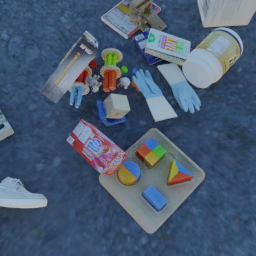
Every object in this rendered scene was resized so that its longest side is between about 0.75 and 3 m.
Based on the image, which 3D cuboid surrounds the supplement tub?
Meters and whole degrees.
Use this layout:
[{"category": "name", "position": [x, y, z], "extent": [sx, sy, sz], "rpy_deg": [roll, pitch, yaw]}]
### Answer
[{"category": "supplement tub", "position": [3.452, -2.857, 11.518], "extent": [1.607, 1.607, 2.226], "rpy_deg": [40, 73, 16]}]

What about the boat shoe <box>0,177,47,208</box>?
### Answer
[{"category": "boat shoe", "position": [-4.205, 2.202, 9.706], "extent": [2.924, 1.053, 1.002], "rpy_deg": [2, 69, 10]}]

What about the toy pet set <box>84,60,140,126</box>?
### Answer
[{"category": "toy pet set", "position": [-0.607, -1.302, 11.222], "extent": [2.344, 1.245, 2.189], "rpy_deg": [3, 63, -36]}]

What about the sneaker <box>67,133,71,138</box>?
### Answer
[{"category": "sneaker", "position": [-1.731, 0.433, 10.666], "extent": [1.172, 0.480, 0.429], "rpy_deg": [2, 47, -2]}]

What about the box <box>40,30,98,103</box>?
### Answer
[{"category": "box", "position": [-1.968, -2.271, 9.877], "extent": [0.672, 2.779, 2.201], "rpy_deg": [38, 105, -19]}]

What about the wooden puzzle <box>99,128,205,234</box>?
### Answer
[{"category": "wooden puzzle", "position": [0.870, 1.719, 10.035], "extent": [2.968, 0.687, 2.749], "rpy_deg": [-42, 73, -16]}]

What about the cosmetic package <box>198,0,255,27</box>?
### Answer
[{"category": "cosmetic package", "position": [4.546, -5.923, 12.734], "extent": [2.176, 1.793, 1.795], "rpy_deg": [-3, 66, -2]}]

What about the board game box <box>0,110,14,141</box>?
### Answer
[{"category": "board game box", "position": [-5.404, -0.207, 10.862], "extent": [1.228, 0.535, 1.664], "rpy_deg": [-33, 67, -19]}]

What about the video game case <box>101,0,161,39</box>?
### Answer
[{"category": "video game case", "position": [0.151, -5.449, 13.397], "extent": [1.717, 0.209, 2.401], "rpy_deg": [41, 73, 16]}]

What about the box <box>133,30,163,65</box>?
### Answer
[{"category": "box", "position": [0.996, -3.569, 12.508], "extent": [0.970, 0.260, 1.602], "rpy_deg": [-25, 74, -10]}]

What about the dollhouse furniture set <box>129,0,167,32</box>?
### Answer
[{"category": "dollhouse furniture set", "position": [0.964, -4.961, 12.288], "extent": [1.524, 1.603, 1.306], "rpy_deg": [-40, 87, -15]}]

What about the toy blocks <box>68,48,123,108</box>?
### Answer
[{"category": "toy blocks", "position": [-1.360, -2.012, 11.519], "extent": [2.143, 0.934, 2.571], "rpy_deg": [4, 67, 2]}]

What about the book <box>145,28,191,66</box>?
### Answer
[{"category": "book", "position": [1.760, -3.566, 12.281], "extent": [1.899, 0.456, 1.269], "rpy_deg": [16, 61, -6]}]

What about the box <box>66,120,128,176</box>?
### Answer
[{"category": "box", "position": [-1.079, 0.683, 9.727], "extent": [1.922, 0.918, 0.958], "rpy_deg": [38, 93, 27]}]

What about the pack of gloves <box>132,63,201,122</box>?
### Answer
[{"category": "pack of gloves", "position": [1.524, -1.416, 11.456], "extent": [2.276, 0.535, 2.709], "rpy_deg": [-14, 59, -19]}]
